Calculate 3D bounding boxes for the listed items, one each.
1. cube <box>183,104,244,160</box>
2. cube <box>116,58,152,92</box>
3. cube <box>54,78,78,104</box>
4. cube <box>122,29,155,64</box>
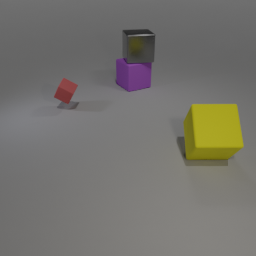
[{"bbox_3d":[2.615,0.158,8.858,1.400,1.400,1.400,0,69,0],"label":"cube"},{"bbox_3d":[0.294,-2.918,14.920,1.400,1.400,1.400,-16,33,-26],"label":"cube"},{"bbox_3d":[-2.712,-1.616,12.233,0.700,0.700,0.700,27,42,-13],"label":"cube"},{"bbox_3d":[0.514,-4.178,14.275,1.400,1.400,1.400,-5,30,-10],"label":"cube"}]
